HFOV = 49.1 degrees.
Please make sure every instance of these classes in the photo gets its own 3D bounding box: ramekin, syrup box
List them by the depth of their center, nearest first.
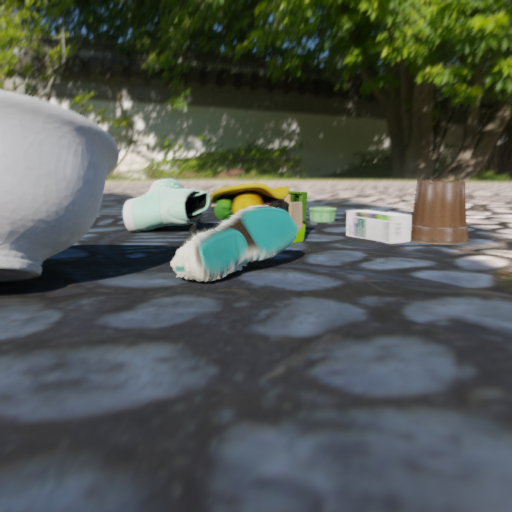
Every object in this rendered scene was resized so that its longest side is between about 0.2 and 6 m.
[{"bbox_3d":[2.561,-0.635,11.872,0.591,0.572,1.452,-6,11,-30],"label":"syrup box"},{"bbox_3d":[1.814,-1.112,15.298,0.747,0.365,0.747,0,10,0],"label":"ramekin"}]

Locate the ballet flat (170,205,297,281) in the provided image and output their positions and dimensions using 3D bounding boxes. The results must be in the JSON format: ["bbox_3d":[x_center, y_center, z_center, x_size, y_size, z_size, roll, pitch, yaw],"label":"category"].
[{"bbox_3d":[-0.347,-0.193,8.316,0.865,0.865,2.410,7,18,36],"label":"ballet flat"}]

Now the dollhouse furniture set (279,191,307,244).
[{"bbox_3d":[0.128,-0.773,11.411,1.294,0.999,2.588,8,12,39],"label":"dollhouse furniture set"}]

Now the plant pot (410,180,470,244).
[{"bbox_3d":[3.827,-0.948,11.704,1.276,1.264,1.276,0,9,0],"label":"plant pot"}]

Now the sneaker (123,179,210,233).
[{"bbox_3d":[-1.854,-1.267,13.872,1.791,1.117,3.036,-3,18,13],"label":"sneaker"}]

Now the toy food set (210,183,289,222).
[{"bbox_3d":[-0.146,-0.883,11.679,1.574,0.874,2.675,-5,-2,-6],"label":"toy food set"}]

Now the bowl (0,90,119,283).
[{"bbox_3d":[-3.591,-0.578,6.894,3.772,1.695,3.772,-4,-9,-1],"label":"bowl"}]
